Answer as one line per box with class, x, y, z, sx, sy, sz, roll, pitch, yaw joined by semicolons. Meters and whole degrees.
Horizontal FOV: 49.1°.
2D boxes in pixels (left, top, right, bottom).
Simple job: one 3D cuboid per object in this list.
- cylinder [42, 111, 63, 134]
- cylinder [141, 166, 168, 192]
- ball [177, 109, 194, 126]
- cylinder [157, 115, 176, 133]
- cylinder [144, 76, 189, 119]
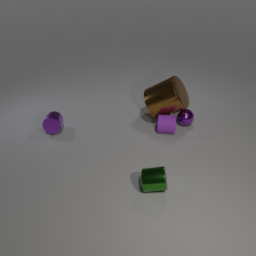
cylinder;-2.984;-0.223;11.170;0.700;0.700;0.700;-2;26;-3
cylinder;0.793;1.524;8.366;0.700;0.700;0.700;-8;31;10
ball;2.386;-0.447;11.613;0.700;0.700;0.700;0;32;0
cylinder;1.534;-0.157;11.132;0.700;0.700;0.700;4;33;7
cylinder;1.587;-1.236;11.524;1.400;1.400;1.400;-22;21;30
